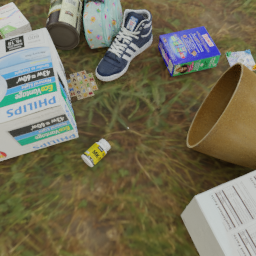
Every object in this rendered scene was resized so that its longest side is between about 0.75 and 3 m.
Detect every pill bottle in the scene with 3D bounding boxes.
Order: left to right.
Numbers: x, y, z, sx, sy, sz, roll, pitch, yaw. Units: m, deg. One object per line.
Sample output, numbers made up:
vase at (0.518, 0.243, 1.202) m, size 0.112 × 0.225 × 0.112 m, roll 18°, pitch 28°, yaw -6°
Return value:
pill bottle at (-0.878, 0.679, 7.798) m, size 0.439 × 0.439 × 0.768 m, roll 39°, pitch 68°, yaw 19°

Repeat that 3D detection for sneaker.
sneaker at (-0.132, -2.799, 9.150) m, size 0.944 × 1.462 × 2.694 m, roll 35°, pitch 66°, yaw 18°

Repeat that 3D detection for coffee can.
coffee can at (-2.228, -3.745, 9.849) m, size 1.178 × 1.178 × 1.610 m, roll 0°, pitch 60°, yaw 0°

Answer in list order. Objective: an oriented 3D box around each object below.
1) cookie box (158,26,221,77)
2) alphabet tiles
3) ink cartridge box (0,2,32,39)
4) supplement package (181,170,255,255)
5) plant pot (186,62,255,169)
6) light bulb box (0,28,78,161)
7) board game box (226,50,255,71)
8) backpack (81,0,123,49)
cookie box at (2.054, -2.613, 9.526) m, size 1.660 × 0.624 × 1.420 m, roll -14°, pitch 62°, yaw -8°
alphabet tiles at (-1.521, -1.424, 9.205) m, size 0.915 × 0.035 × 1.099 m, roll -17°, pitch 62°, yaw -10°
ink cartridge box at (-4.381, -3.926, 10.280) m, size 1.023 × 0.588 × 1.747 m, roll -33°, pitch 66°, yaw -17°
supplement package at (2.751, 2.110, 6.206) m, size 2.384 × 1.809 × 1.796 m, roll -20°, pitch 63°, yaw -11°
plant pot at (3.315, 0.036, 7.233) m, size 2.659 × 2.478 × 2.478 m, roll 28°, pitch 64°, yaw 0°
light bulb box at (-3.090, -0.875, 7.750) m, size 2.754 × 1.734 × 2.778 m, roll -17°, pitch 61°, yaw -3°
board game box at (3.925, -2.331, 9.668) m, size 0.879 × 0.114 × 0.879 m, roll -6°, pitch 61°, yaw -4°
backpack at (-0.887, -3.679, 9.578) m, size 1.399 × 1.605 × 1.825 m, roll 5°, pitch 65°, yaw 7°
